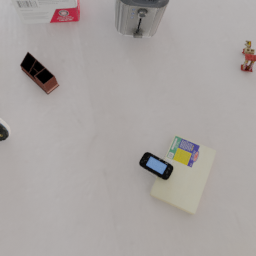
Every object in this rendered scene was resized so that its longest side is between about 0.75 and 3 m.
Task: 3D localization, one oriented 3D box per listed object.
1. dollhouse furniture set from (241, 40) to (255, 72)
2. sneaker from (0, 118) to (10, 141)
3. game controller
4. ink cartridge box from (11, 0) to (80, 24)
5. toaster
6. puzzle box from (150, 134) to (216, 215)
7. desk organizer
[{"bbox_3d":[3.925,-2.326,9.065,0.377,0.498,0.926,10,59,9],"label":"dollhouse furniture set"},{"bbox_3d":[-4.482,-0.505,8.072,2.637,0.948,0.956,27,35,3],"label":"sneaker"},{"bbox_3d":[0.754,1.003,7.452,0.895,0.188,0.467,29,75,9],"label":"game controller"},{"bbox_3d":[-2.770,-4.798,8.832,2.093,2.882,1.201,-2,66,-1],"label":"ink cartridge box"},{"bbox_3d":[0.353,-4.409,9.107,1.681,1.911,2.958,2,68,-7],"label":"toaster"},{"bbox_3d":[1.524,1.210,7.620,1.262,0.241,1.896,23,68,10],"label":"puzzle box"},{"bbox_3d":[-2.818,-1.731,8.767,1.375,0.530,0.493,42,72,16],"label":"desk organizer"}]
